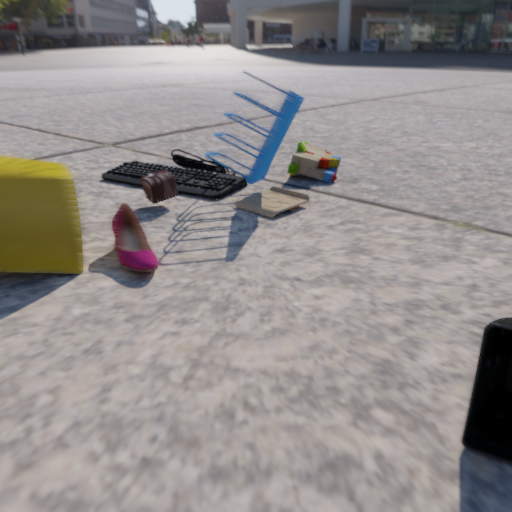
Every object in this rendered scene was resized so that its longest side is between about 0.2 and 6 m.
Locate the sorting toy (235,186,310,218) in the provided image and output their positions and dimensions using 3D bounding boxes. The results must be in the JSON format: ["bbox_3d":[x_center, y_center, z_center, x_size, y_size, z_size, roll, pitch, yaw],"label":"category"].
[{"bbox_3d":[0.352,-1.141,12.067,1.155,0.228,1.248,20,35,39],"label":"sorting toy"}]

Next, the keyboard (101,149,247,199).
[{"bbox_3d":[-1.969,-2.163,13.837,3.580,0.709,1.863,13,26,25],"label":"keyboard"}]

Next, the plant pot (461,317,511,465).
[{"bbox_3d":[2.809,1.230,5.314,1.270,1.267,1.127,13,16,29],"label":"plant pot"}]

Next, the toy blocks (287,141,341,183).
[{"bbox_3d":[1.605,-2.385,14.381,1.203,0.879,1.760,17,27,10],"label":"toy blocks"}]

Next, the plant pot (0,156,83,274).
[{"bbox_3d":[-3.678,-0.725,9.008,1.680,1.482,1.680,4,19,-28],"label":"plant pot"}]

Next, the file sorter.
[{"bbox_3d":[-0.055,-2.839,12.344,1.280,2.086,1.448,29,16,4],"label":"file sorter"}]

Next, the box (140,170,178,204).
[{"bbox_3d":[-2.065,-1.484,11.975,0.596,0.489,0.494,-23,34,-24],"label":"box"}]

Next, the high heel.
[{"bbox_3d":[-2.027,-0.305,9.232,0.560,0.799,1.662,-5,21,-35],"label":"high heel"}]
